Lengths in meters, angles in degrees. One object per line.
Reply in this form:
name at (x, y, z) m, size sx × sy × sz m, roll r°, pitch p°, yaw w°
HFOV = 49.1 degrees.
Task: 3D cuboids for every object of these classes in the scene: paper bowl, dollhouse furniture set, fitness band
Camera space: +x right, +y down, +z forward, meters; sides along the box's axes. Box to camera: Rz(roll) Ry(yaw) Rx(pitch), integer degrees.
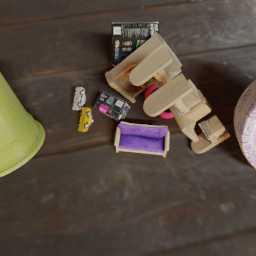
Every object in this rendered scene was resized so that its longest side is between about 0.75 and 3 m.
paper bowl at (3.955, -0.259, 6.561) m, size 2.808 × 2.808 × 1.460 m, roll 6°, pitch 33°, yaw 4°
dollhouse furniture set at (0.797, -0.757, 7.206) m, size 1.839 × 2.596 × 2.826 m, roll -35°, pitch 53°, yaw 18°
fitness band at (1.069, -0.850, 8.295) m, size 0.913 × 0.238 × 1.271 m, roll -41°, pitch 62°, yaw 0°

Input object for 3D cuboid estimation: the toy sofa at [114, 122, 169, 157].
toy sofa at (0.372, 0.312, 7.420) m, size 1.420 × 0.693 × 0.588 m, roll 6°, pitch 57°, yaw 3°

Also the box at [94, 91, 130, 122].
box at (-0.450, -0.603, 8.005) m, size 0.841 × 0.482 × 0.555 m, roll 27°, pitch 87°, yaw 19°

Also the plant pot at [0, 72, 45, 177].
plant pot at (-3.510, -0.388, 6.494) m, size 2.455 × 2.257 × 2.455 m, roll -8°, pitch 36°, yaw 6°

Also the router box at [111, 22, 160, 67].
router box at (0.160, -2.475, 8.520) m, size 1.326 × 1.770 × 0.550 m, roll -3°, pitch 76°, yaw -5°

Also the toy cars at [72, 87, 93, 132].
toy cars at (-1.284, -0.539, 8.102) m, size 0.320 × 0.648 × 1.446 m, roll 11°, pitch 48°, yaw -44°
